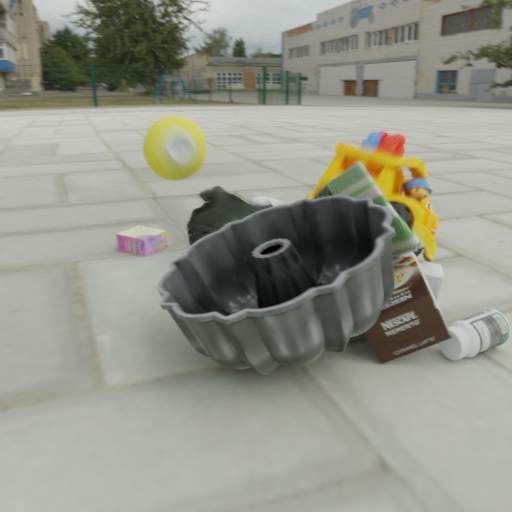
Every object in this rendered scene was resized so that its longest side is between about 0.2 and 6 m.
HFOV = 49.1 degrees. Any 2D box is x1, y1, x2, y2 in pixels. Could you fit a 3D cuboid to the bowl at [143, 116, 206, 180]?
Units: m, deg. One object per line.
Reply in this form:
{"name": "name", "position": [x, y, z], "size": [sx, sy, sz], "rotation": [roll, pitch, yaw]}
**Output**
{"name": "bowl", "position": [-1.396, -1.908, 9.885], "size": [1.151, 1.151, 0.619], "rotation": [-6, 10, -16]}

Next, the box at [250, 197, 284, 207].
{"name": "box", "position": [0.203, -0.712, 11.739], "size": [0.459, 0.942, 0.586], "rotation": [-14, 26, -40]}

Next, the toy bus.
{"name": "toy bus", "position": [2.299, -1.172, 9.939], "size": [2.300, 2.208, 1.561], "rotation": [22, -9, 29]}

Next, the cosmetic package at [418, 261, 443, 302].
{"name": "cosmetic package", "position": [2.692, 0.429, 9.278], "size": [0.661, 0.553, 0.550], "rotation": [11, 26, 9]}

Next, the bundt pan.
{"name": "bundt pan", "position": [0.377, 0.396, 7.419], "size": [3.178, 1.193, 3.178], "rotation": [-17, 22, 7]}

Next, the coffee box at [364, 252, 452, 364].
{"name": "coffee box", "position": [2.018, 0.672, 7.965], "size": [1.006, 0.701, 1.759], "rotation": [-26, 14, 14]}

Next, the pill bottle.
{"name": "pill bottle", "position": [2.949, 1.076, 7.602], "size": [0.908, 0.513, 0.513], "rotation": [-13, 23, -25]}

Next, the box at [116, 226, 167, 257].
{"name": "box", "position": [-2.399, -0.316, 11.770], "size": [0.794, 0.384, 0.698], "rotation": [10, 22, 29]}

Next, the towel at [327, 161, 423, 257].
{"name": "towel", "position": [1.739, -0.634, 8.391], "size": [0.179, 1.531, 1.167], "rotation": [-38, 3, -17]}

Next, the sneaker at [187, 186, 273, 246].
{"name": "sneaker", "position": [-0.174, -0.848, 10.700], "size": [2.478, 1.420, 0.947], "rotation": [-19, -6, -6]}
